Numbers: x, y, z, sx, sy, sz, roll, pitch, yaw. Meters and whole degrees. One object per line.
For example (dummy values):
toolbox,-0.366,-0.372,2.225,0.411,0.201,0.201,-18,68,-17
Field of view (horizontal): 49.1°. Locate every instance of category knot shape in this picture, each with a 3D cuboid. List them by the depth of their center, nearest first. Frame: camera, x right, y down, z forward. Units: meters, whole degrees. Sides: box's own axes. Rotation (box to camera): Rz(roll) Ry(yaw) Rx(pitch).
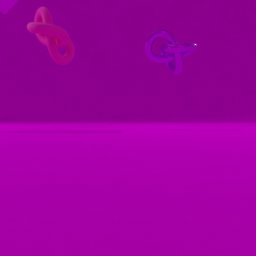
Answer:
knot shape,-2.591,-3.129,9.373,0.936,2.025,1.895,-38,7,1
knot shape,1.612,-2.702,9.903,1.703,0.841,1.820,-2,-33,46

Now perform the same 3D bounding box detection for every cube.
cube,-2.570,-3.220,5.105,1.312,1.312,1.312,44,2,2
